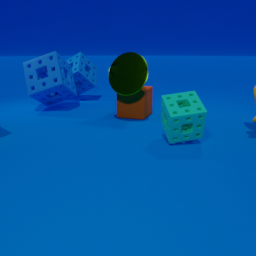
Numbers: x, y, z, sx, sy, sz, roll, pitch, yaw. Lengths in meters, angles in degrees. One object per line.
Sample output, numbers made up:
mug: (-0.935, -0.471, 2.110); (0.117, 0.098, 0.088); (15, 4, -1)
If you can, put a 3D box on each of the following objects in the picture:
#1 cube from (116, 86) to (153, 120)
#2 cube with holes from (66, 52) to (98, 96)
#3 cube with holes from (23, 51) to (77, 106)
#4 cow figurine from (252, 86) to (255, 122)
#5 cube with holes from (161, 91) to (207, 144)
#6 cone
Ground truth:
cube: (0.239, -0.900, 9.582); (0.981, 0.981, 0.981); (6, 17, 20)
cube with holes: (-2.179, -2.356, 12.362); (1.153, 1.153, 1.153); (-21, -39, 28)
cube with holes: (-2.904, -1.811, 10.574); (1.334, 1.334, 1.334); (-17, -16, 10)
cow figurine: (3.811, -0.462, 7.428); (0.947, 1.725, 1.698); (-7, 49, 26)
cube with holes: (1.303, -0.266, 6.739); (0.835, 0.835, 0.835); (-9, 42, -5)
cone: (0.265, -1.568, 8.918); (1.316, 1.316, 1.321); (8, -1, 25)
